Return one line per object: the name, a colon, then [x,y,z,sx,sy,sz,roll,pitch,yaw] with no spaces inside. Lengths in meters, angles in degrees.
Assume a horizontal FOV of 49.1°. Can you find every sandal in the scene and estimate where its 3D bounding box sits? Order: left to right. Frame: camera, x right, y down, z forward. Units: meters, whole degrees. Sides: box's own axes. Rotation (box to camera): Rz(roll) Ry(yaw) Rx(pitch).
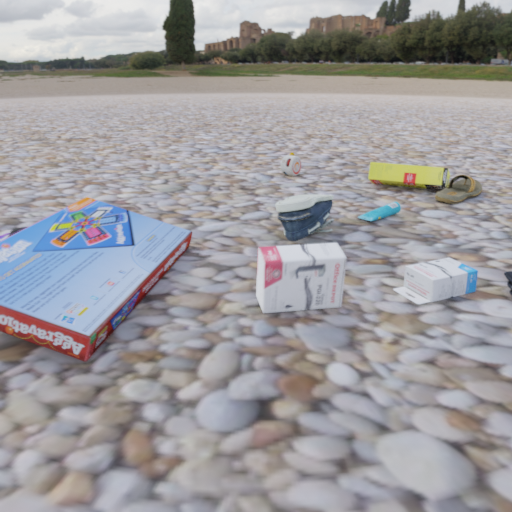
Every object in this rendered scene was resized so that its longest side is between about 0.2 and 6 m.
sandal: [5.747,-1.961,15.777,0.888,0.597,2.210,17,27,38]

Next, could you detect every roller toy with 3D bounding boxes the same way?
roller toy: [1.120,-2.956,18.293,0.499,0.714,0.652,15,38,35]

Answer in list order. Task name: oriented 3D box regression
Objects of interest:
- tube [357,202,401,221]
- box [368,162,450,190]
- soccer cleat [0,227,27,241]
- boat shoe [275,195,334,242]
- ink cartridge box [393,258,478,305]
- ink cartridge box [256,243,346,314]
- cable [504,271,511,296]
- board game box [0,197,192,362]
tube: [3.101,-1.069,13.942,1.173,0.296,0.454,-19,20,-31]
box: [4.515,-2.357,16.555,2.249,0.564,0.846,10,1,21]
soccer cleat: [-4.813,0.060,10.221,0.954,0.889,2.606,-2,16,29]
boat shoe: [1.164,-0.899,12.469,1.083,0.895,2.893,-5,8,14]
ink cartridge box: [3.113,0.423,9.762,1.268,0.423,0.735,-10,23,-24]
ink cartridge box: [0.723,0.358,9.100,1.349,0.982,0.572,-4,29,-11]
cable: [5.194,0.551,9.388,1.798,0.457,1.467,2,21,3]
board game box: [-2.950,0.085,9.695,2.455,0.464,4.769,19,22,4]
